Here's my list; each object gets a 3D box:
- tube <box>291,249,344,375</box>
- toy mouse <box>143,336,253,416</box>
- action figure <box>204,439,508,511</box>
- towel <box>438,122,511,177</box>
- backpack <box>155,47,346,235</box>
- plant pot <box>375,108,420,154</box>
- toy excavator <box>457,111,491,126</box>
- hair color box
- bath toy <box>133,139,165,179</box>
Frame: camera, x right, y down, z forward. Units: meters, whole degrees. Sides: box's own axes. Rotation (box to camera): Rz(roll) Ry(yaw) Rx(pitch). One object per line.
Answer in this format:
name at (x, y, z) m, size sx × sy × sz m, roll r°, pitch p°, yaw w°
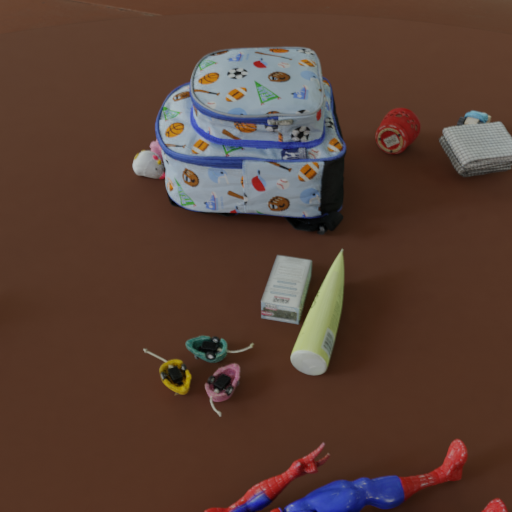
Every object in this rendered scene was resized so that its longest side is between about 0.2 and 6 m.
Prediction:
tube at (0.948, 0.765, 7.656) m, size 0.487 × 0.545 × 1.878 m, roll 41°, pitch 45°, yaw -13°
toy mouse at (-0.557, 1.430, 7.057) m, size 1.226 × 0.267 × 1.380 m, roll -23°, pitch 43°, yaw -26°
action figure at (0.562, 2.532, 5.247) m, size 3.408 × 0.881 × 1.115 m, roll -12°, pitch 42°, yaw -10°
towel at (4.382, -2.099, 11.011) m, size 1.267 × 0.542 × 1.049 m, roll -9°, pitch 54°, yaw -9°
backpack at (-0.132, -2.099, 9.926) m, size 3.232 × 2.614 × 3.393 m, roll -7°, pitch 39°, yaw 6°
plant pot at (2.968, -2.622, 11.863) m, size 0.815 × 0.815 × 0.742 m, roll 22°, pitch 46°, yaw 26°
toy excavator at (4.943, -2.956, 12.442) m, size 0.530 × 1.031 × 1.060 m, roll 26°, pitch 73°, yaw 30°
hair color box at (0.459, 0.477, 8.234) m, size 0.550 × 0.337 × 1.111 m, roll 8°, pitch 38°, yaw 11°
bath toy at (-1.749, -2.182, 11.414) m, size 0.692 × 0.814 × 1.872 m, roll 32°, pitch 48°, yaw 3°
